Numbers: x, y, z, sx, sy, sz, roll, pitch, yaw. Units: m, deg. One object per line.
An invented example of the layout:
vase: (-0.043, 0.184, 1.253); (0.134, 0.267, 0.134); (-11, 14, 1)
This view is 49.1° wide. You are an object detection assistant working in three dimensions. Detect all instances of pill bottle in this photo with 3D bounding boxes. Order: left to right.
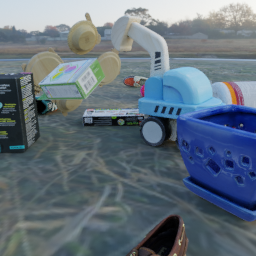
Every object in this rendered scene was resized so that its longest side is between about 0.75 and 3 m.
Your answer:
pill bottle: (3.537, -0.639, 7.862); (2.461, 1.348, 1.348); (-3, 17, -10)

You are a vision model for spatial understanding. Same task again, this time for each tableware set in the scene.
tableware set: (-1.493, -1.704, 8.181); (2.939, 2.455, 0.341); (-43, 54, -10)

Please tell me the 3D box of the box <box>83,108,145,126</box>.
box: (-0.437, -0.349, 8.692); (1.818, 0.316, 1.001); (-1, 17, -2)

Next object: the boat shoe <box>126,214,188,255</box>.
boat shoe: (0.165, 1.366, 2.733); (0.515, 0.515, 1.464); (11, 21, 28)

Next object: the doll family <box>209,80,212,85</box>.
doll family: (3.226, -2.162, 13.620); (1.272, 0.923, 2.049); (-2, 17, -6)

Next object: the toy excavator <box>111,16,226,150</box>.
toy excavator: (0.936, -1.162, 6.781); (2.903, 2.986, 1.491); (12, 20, 34)

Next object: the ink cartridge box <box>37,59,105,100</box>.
ink cartridge box: (-1.246, -0.939, 5.574); (1.426, 0.423, 0.741); (3, 44, 36)

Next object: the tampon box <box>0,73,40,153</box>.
tampon box: (-2.884, -0.394, 6.480); (1.259, 1.680, 1.061); (0, 17, 1)

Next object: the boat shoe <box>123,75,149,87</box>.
boat shoe: (0.620, -2.552, 15.524); (1.800, 0.641, 0.563); (2, 19, -8)

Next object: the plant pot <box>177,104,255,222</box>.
plant pot: (1.726, 0.463, 4.277); (1.480, 1.330, 1.480); (-13, 21, -35)

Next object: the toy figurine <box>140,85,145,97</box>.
toy figurine: (1.032, -1.629, 12.473); (1.119, 0.840, 1.030); (16, -1, -27)

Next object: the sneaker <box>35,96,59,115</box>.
sneaker: (-2.705, -0.827, 9.737); (2.072, 0.739, 0.828); (-14, 28, -28)
